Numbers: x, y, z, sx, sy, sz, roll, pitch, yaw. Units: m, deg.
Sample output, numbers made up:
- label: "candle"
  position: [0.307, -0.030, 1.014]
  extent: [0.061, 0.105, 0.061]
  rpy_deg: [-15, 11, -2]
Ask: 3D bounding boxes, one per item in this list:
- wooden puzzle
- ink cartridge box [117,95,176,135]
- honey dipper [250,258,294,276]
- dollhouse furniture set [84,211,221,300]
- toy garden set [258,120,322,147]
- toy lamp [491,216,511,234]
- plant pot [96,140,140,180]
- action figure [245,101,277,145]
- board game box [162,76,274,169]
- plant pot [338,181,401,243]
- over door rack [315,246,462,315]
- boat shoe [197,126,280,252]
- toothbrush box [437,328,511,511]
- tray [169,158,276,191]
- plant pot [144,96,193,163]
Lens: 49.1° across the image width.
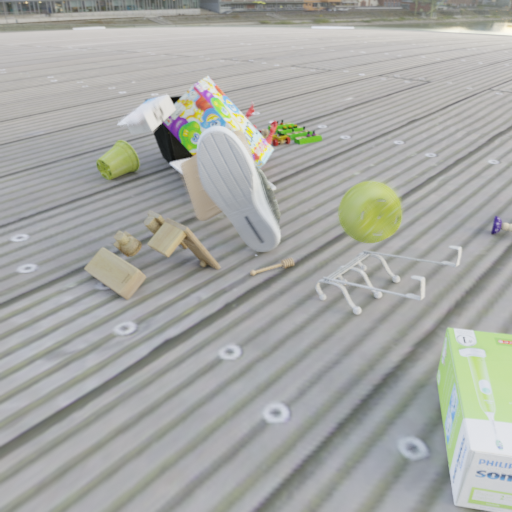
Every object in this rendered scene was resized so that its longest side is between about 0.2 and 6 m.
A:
- label: "wooden puzzle"
  position: [-0.697, -1.627, 11.562]
  extent: [1.533, 1.420, 0.355]
  rpy_deg: [-25, -16, 20]
- label: "ink cartridge box"
  position: [-2.350, -2.969, 12.015]
  extent: [0.672, 0.387, 1.160]
  rpy_deg: [0, 40, 37]
- label: "honey dipper"
  position: [0.289, 0.223, 10.354]
  extent: [0.868, 0.165, 0.165]
  rpy_deg: [-17, 32, -21]
- label: "dollhouse furniture set"
  position: [-1.872, 0.211, 10.221]
  extent: [1.482, 1.270, 1.559]
  rpy_deg: [26, 72, 39]
- label: "toy garden set"
  position: [0.903, -3.982, 17.866]
  extent: [1.619, 0.387, 1.942]
  rpy_deg: [-15, 32, -26]
- label: "toy lamp"
  position: [5.618, -0.499, 11.380]
  extent: [1.522, 0.443, 0.443]
  rpy_deg: [12, 30, 21]
- label: "plant pot"
  position: [-3.666, -2.427, 14.625]
  extent: [0.913, 0.913, 0.839]
  rpy_deg: [20, 46, 33]
- label: "action figure"
  position: [-0.095, -3.608, 15.777]
  extent: [1.065, 1.615, 3.263]
  rpy_deg: [23, 24, -17]
- label: "board game box"
  position: [-0.876, -2.819, 13.101]
  extent: [1.219, 2.324, 1.197]
  rpy_deg: [-38, 13, 27]
- label: "plant pot"
  position: [1.937, -0.667, 9.189]
  extent: [1.071, 1.071, 0.985]
  rpy_deg: [1, 10, 2]
- label: "over door rack"
  position: [2.194, 0.403, 9.276]
  extent: [1.998, 0.666, 1.476]
  rpy_deg: [-3, 19, 44]
- label: "boat shoe"
  position: [-0.300, -1.305, 10.424]
  extent: [0.996, 2.762, 0.980]
  rpy_deg: [-11, 40, 17]
- label: "toothbrush box"
  position: [3.025, 1.857, 6.491]
  extent: [1.533, 0.906, 2.105]
  rpy_deg: [5, 28, 8]
- label: "tray"
  position: [-0.900, -1.914, 14.040]
  extent: [1.579, 0.326, 2.941]
  rpy_deg: [-16, 33, -26]
- label: "plant pot"
  position: [-1.884, -3.413, 15.507]
  extent: [1.846, 1.641, 1.850]
  rpy_deg: [-13, 30, -22]
